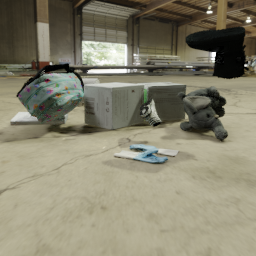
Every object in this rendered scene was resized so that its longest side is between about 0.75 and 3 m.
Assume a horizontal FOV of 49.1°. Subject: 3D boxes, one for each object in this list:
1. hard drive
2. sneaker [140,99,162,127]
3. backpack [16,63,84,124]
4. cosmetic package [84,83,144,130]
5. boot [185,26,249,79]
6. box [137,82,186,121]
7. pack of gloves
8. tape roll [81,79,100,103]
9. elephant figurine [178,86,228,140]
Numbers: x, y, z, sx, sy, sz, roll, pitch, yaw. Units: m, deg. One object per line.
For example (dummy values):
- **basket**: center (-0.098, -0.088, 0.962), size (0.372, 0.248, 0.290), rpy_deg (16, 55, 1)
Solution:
- **hard drive**: center (-3.325, -0.367, 10.731), size (1.917, 0.256, 1.265), rpy_deg (-2, 18, -6)
- **sneaker**: center (0.688, -0.396, 8.232), size (0.434, 0.661, 1.149), rpy_deg (-32, 16, 23)
- **backpack**: center (-2.553, -1.121, 9.601), size (1.531, 2.018, 2.418), rpy_deg (46, 15, 1)
- **cosmetic package**: center (-0.484, -0.860, 10.112), size (1.443, 1.452, 1.735), rpy_deg (11, 17, 39)
- **boot**: center (2.354, -1.911, 7.366), size (1.557, 1.276, 0.576), rpy_deg (-2, 43, 19)
- **box**: center (1.275, -1.085, 11.208), size (1.610, 1.379, 1.602), rpy_deg (-5, 14, -14)
- **pack of gloves**: center (0.472, 0.525, 6.810), size (1.297, 0.256, 1.090), rpy_deg (7, 16, 26)
- **tape roll**: center (-2.112, -2.044, 15.424), size (0.933, 1.360, 1.360), rpy_deg (2, 13, 9)
- **elephant figurine**: center (2.316, -0.460, 8.968), size (1.640, 1.495, 2.114), rpy_deg (-25, 12, 38)
